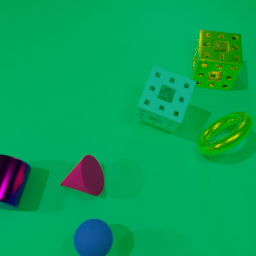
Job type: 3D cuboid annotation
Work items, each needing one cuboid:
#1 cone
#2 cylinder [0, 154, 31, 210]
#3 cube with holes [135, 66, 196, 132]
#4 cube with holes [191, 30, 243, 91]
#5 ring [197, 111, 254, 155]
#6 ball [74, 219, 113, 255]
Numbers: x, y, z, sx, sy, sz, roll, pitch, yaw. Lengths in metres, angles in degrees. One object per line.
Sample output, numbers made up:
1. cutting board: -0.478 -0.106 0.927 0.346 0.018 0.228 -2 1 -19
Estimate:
1. cone: -1.159 1.158 6.267 0.919 0.916 0.916 -19 58 21
2. cylinder: -2.674 1.163 5.983 0.937 0.937 0.937 8 61 4
3. cube with holes: 0.839 -0.643 6.598 1.019 1.019 1.019 21 79 3
4. cube with holes: 2.364 -1.821 7.607 1.079 1.079 1.079 8 61 4
5. ring: 2.195 0.108 6.423 1.398 1.398 0.280 -43 101 -21
6. ball: -0.639 2.061 5.193 0.727 0.727 0.727 0 60 0
